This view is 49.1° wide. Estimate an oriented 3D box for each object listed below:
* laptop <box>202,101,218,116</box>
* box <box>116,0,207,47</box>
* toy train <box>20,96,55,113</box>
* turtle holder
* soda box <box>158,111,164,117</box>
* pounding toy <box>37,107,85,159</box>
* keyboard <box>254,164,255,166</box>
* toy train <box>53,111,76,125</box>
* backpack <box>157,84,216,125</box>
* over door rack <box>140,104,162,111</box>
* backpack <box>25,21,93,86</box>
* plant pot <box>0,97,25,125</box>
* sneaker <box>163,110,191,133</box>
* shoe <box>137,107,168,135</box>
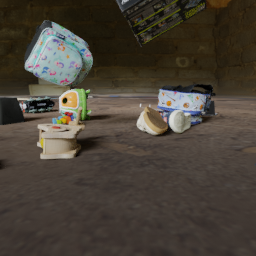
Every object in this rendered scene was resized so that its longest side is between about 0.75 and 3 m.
[{"bbox_3d":[4.308,-1.176,16.030,1.443,0.893,1.541,5,10,26],"label":"laptop"},{"bbox_3d":[0.978,-3.345,7.551,2.203,0.488,1.765,-28,-20,11],"label":"box"},{"bbox_3d":[-5.750,-1.392,17.641,1.300,0.972,2.282,-9,4,36],"label":"toy train"},{"bbox_3d":[-2.617,-1.141,13.681,1.437,1.537,2.023,-4,10,-15],"label":"turtle holder"},{"bbox_3d":[1.793,-0.720,14.728,1.060,0.375,0.336,-3,7,-21],"label":"soda box"},{"bbox_3d":[-1.825,0.008,7.317,1.192,1.196,2.084,4,8,-3],"label":"pounding toy"},{"bbox_3d":[3.138,0.762,6.145,0.486,0.079,0.765,8,13,42],"label":"keyboard"},{"bbox_3d":[-2.586,-0.291,11.610,0.780,0.571,1.349,-17,16,-28],"label":"toy train"},{"bbox_3d":[2.353,-1.095,12.322,2.397,1.847,2.283,6,1,30],"label":"backpack"},{"bbox_3d":[1.362,-1.060,16.542,1.209,0.403,0.894,20,-6,-41],"label":"over door rack"},{"bbox_3d":[-2.187,-2.306,9.296,1.991,1.767,1.499,20,30,-37],"label":"backpack"},{"bbox_3d":[-5.679,-0.811,12.796,1.314,1.166,1.311,4,9,30],"label":"plant pot"},{"bbox_3d":[1.668,-0.257,10.438,0.947,0.840,2.240,7,1,24],"label":"sneaker"},{"bbox_3d":[0.851,-0.143,10.329,0.986,0.753,2.820,32,13,-4],"label":"shoe"}]
